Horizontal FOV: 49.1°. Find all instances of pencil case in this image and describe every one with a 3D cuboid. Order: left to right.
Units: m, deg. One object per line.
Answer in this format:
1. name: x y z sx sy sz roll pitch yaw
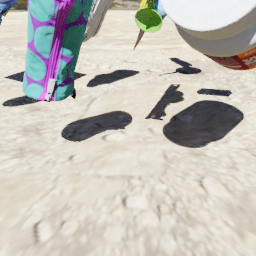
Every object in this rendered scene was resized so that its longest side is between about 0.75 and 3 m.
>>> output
1. pencil case: -1.120 -1.392 4.370 0.951 2.236 1.033 3 51 -20

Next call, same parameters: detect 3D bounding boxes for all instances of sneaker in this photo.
1. sneaker: -3.218 -2.302 6.244 1.990 0.818 0.736 -36 44 0
2. sneaker: -0.975 -3.587 7.486 1.131 2.961 1.192 28 38 5

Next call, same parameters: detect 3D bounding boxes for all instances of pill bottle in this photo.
1. pill bottle: 1.544 -1.728 4.107 1.499 1.499 2.736 16 12 28

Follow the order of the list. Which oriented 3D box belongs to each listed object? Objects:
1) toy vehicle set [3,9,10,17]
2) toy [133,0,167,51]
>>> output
1. toy vehicle set: -3.825 -4.055 6.875 2.721 1.690 0.361 26 -11 2
2. toy: 0.860 -2.634 4.959 0.606 1.479 2.568 26 63 3
